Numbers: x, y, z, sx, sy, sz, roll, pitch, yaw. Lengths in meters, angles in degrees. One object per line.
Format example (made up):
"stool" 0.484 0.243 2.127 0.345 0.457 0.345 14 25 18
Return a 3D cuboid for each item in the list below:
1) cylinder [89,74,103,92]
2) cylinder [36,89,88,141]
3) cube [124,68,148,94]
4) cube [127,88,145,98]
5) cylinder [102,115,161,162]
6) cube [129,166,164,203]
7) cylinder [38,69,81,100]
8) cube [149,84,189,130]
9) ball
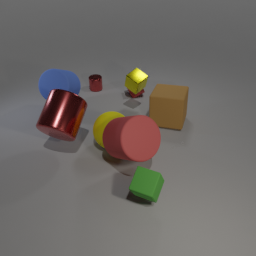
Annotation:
"cylinder" -1.718 -2.395 14.888 0.700 0.700 0.700 0 36 0
"cylinder" -2.287 -0.424 9.773 1.400 1.400 1.400 11 71 17
"cube" 0.357 -2.052 12.245 0.700 0.700 0.700 40 61 16
"cube" 0.351 -2.070 14.214 0.700 0.700 0.700 -27 32 8
"cylinder" 0.088 0.322 8.893 1.400 1.400 1.400 -19 8 -27
"cube" 0.536 1.581 7.849 0.700 0.700 0.700 15 68 24
"cylinder" -2.981 -1.864 12.354 1.400 1.400 1.400 7 10 10
"cube" 1.736 -0.931 11.864 1.400 1.400 1.400 8 32 16
"ball" -0.594 0.085 10.334 1.400 1.400 1.400 0 32 0
